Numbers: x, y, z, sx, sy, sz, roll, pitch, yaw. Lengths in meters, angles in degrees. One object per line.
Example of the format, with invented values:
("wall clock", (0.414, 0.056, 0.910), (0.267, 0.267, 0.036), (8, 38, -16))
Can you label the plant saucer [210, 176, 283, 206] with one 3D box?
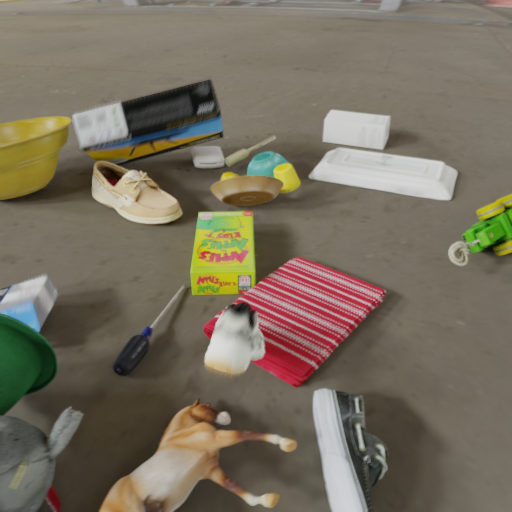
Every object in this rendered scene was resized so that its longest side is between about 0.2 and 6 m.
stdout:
("plant saucer", (-0.187, -1.339, 11.938), (1.567, 0.277, 1.567), (-4, -10, -1))

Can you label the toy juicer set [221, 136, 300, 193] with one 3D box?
("toy juicer set", (-0.016, -1.962, 13.332), (1.682, 0.719, 2.644), (-20, 31, 1))

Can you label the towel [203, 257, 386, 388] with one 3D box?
("towel", (0.663, 0.917, 8.964), (1.902, 0.296, 2.630), (23, 38, 31))

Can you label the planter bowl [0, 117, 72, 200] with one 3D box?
("planter bowl", (-5.575, -2.104, 12.598), (3.192, 1.330, 3.192), (-8, 25, 4))

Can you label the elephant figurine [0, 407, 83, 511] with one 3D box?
("elephant figurine", (-3.368, 2.198, 5.889), (2.450, 1.733, 1.901), (10, 1, 44))

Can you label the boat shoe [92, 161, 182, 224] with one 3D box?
("boat shoe", (-2.686, -1.420, 12.118), (2.590, 0.896, 0.955), (21, 38, 30))

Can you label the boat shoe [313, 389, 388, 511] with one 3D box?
("boat shoe", (1.135, 2.248, 6.378), (0.750, 0.762, 2.115), (-5, 30, 0))

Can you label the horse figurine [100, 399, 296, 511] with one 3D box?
("horse figurine", (-0.826, 2.556, 5.894), (1.828, 0.688, 2.758), (8, 37, 34))

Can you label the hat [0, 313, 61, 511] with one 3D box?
("hat", (-3.315, 1.812, 6.398), (2.092, 1.733, 1.842), (-10, 41, 10))

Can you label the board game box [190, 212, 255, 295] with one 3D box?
("board game box", (-0.579, -0.107, 10.382), (1.090, 0.511, 2.146), (-1, 32, -1))

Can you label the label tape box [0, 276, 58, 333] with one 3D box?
("label tape box", (-3.707, 0.878, 8.602), (0.941, 0.413, 1.305), (-16, 26, 4))

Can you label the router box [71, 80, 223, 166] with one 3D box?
("router box", (-2.389, -3.009, 13.134), (3.137, 0.801, 2.340), (-15, -2, -2))

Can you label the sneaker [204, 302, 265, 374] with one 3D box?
("sneaker", (-0.160, 0.976, 7.390), (0.659, 0.764, 1.742), (15, 5, 5))

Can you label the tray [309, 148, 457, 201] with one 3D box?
("tray", (3.145, -2.129, 13.762), (3.373, 0.374, 1.811), (12, 33, 18))

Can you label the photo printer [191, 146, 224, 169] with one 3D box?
("photo printer", (-1.239, -2.520, 14.367), (0.799, 0.333, 0.960), (-3, 30, -10))

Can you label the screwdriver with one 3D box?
("screwdriver", (-1.616, 1.036, 8.773), (0.343, 0.329, 2.360), (25, 33, -1))

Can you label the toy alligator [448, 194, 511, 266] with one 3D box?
("toy alligator", (4.400, -0.429, 10.675), (3.186, 0.945, 0.864), (-23, -2, -31))

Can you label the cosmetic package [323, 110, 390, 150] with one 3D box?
("cosmetic package", (2.807, -3.559, 15.699), (1.705, 0.723, 0.917), (11, 35, 18))
